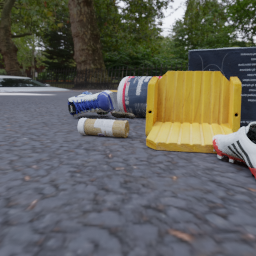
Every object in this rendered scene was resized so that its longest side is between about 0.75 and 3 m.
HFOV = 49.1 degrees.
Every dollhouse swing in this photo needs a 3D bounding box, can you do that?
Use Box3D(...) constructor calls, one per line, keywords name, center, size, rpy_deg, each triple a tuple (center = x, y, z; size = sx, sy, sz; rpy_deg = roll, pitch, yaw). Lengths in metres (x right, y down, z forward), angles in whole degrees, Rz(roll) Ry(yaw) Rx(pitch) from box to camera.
Box3D(name="dollhouse swing", center=(1.852, -0.623, 8.106), size=(2.759, 2.508, 2.426), rpy_deg=(3, -1, 13))

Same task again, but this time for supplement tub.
Box3D(name="supplement tub", center=(1.063, -1.461, 13.261), size=(2.761, 1.937, 1.937), rpy_deg=(4, 11, 22))

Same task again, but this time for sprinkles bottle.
Box3D(name="sprinkles bottle", center=(-0.783, -0.013, 8.942), size=(1.613, 0.550, 0.550), rpy_deg=(3, 10, 19))

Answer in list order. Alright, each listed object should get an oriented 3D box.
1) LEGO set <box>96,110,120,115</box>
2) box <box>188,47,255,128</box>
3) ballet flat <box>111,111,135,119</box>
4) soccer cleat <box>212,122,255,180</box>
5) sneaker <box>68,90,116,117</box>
Box3D(name="LEGO set", center=(-1.044, -0.726, 13.770), size=(1.307, 0.370, 0.849), rpy_deg=(16, 25, 32))
Box3D(name="box", center=(3.953, -1.575, 11.005), size=(2.965, 2.915, 1.838), rpy_deg=(4, 11, 24))
Box3D(name="ballet flat", center=(-0.202, -0.559, 11.693), size=(0.972, 0.327, 0.225), rpy_deg=(6, 54, 3))
Box3D(name="soccer cleat", center=(2.406, 0.307, 5.678), size=(0.792, 0.983, 2.308), rpy_deg=(1, 12, -6))
Box3D(name="sneaker", center=(-1.888, -1.030, 13.014), size=(2.643, 1.068, 1.527), rpy_deg=(7, 28, 46))
